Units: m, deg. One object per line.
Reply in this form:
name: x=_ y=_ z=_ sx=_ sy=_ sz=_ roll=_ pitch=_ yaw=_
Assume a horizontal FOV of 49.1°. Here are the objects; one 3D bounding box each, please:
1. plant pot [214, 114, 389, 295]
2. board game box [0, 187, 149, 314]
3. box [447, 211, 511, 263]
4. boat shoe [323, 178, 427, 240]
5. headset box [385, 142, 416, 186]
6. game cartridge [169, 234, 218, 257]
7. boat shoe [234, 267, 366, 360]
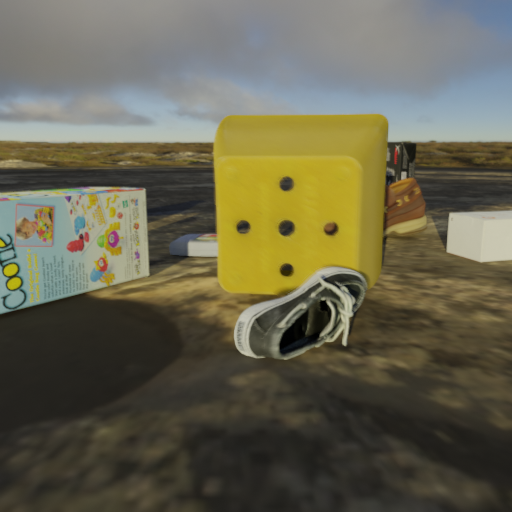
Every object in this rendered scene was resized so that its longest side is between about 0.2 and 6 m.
plant pot: x=0.406 y=-0.479 z=5.924 sx=1.941 sy=1.941 sz=1.712 roll=2 pitch=16 yaw=10
board game box: x=-2.331 y=-0.160 z=6.187 sx=1.089 sy=1.108 sz=2.114 roll=6 pitch=12 yaw=32
box: x=3.590 y=-0.309 z=8.240 sx=1.269 sy=0.619 sz=0.789 roll=-3 pitch=12 yaw=-17
boat shoe: x=1.787 y=-0.749 z=9.348 sx=2.957 sy=0.999 sz=1.064 roll=-13 pitch=14 yaw=-40
headset box: x=2.834 y=-2.066 z=14.391 sx=2.294 sy=1.705 sz=0.860 roll=9 pitch=13 yaw=40
game cartridge: x=-0.610 y=-0.164 z=8.453 sx=1.282 sy=0.262 sz=0.853 roll=0 pitch=14 yaw=7
boat shoe: x=0.523 y=0.451 z=4.505 sx=0.513 sy=0.555 sz=1.502 roll=6 pitch=13 yaw=44
